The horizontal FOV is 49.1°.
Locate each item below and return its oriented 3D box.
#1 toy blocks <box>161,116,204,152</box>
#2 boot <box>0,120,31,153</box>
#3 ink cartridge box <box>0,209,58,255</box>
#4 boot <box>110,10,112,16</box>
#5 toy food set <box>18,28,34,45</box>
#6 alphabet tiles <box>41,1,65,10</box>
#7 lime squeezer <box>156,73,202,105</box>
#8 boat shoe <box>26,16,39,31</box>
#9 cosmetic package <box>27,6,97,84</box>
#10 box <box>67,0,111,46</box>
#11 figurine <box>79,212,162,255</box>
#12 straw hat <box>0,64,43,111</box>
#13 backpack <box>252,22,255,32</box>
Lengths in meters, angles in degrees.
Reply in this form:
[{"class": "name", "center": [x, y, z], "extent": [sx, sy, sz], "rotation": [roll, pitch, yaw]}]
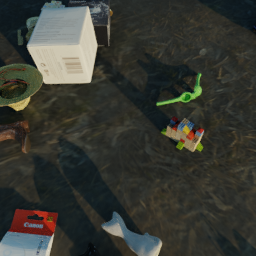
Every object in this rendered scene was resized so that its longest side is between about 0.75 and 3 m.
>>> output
[{"class": "toy blocks", "center": [1.933, 0.135, 9.644], "extent": [1.534, 1.049, 0.767], "rotation": [33, 62, 20]}, {"class": "boot", "center": [-4.300, 0.413, 9.764], "extent": [1.657, 0.532, 1.544], "rotation": [-10, 44, -10]}, {"class": "ink cartridge box", "center": [-2.870, 3.179, 7.999], "extent": [1.368, 0.404, 1.709], "rotation": [5, 58, 3]}, {"class": "boot", "center": [-1.482, -5.941, 14.088], "extent": [1.186, 0.427, 0.917], "rotation": [-14, 58, -16]}, {"class": "toy food set", "center": [-3.860, -4.117, 12.950], "extent": [2.273, 0.358, 1.445], "rotation": [-7, 57, -14]}, {"class": "alphabet tiles", "center": [-3.875, -6.229, 14.487], "extent": [1.091, 0.081, 1.115], "rotation": [12, 57, 8]}, {"class": "lime squeezer", "center": [2.310, -1.447, 11.069], "extent": [2.519, 0.475, 0.889], "rotation": [-36, 63, -21]}, {"class": "boat shoe", "center": [-3.860, -5.046, 13.371], "extent": [1.912, 0.690, 0.621], "rotation": [-17, 65, -7]}, {"class": "cosmetic package", "center": [-2.481, -3.302, 11.271], "extent": [1.982, 1.994, 2.383], "rotation": [-1, 54, 7]}, {"class": "box", "center": [-1.829, -4.853, 12.919], "extent": [1.961, 1.171, 1.994], "rotation": [0, 55, 0]}, {"class": "figurine", "center": [-0.246, 3.411, 7.694], "extent": [1.763, 0.778, 1.807], "rotation": [29, 60, 23]}, {"class": "straw hat", "center": [-4.246, -1.297, 10.594], "extent": [2.519, 1.066, 2.519], "rotation": [-2, 47, 2]}, {"class": "backpack", "center": [7.699, -5.133, 12.629], "extent": [2.958, 1.990, 2.700], "rotation": [-35, 62, -22]}]
